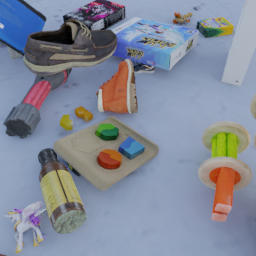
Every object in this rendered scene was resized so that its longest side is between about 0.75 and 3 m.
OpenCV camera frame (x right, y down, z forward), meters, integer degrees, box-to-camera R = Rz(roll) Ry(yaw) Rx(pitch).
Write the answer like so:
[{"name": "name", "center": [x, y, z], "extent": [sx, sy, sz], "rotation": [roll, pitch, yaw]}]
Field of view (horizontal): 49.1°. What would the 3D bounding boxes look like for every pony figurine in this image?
[{"name": "pony figurine", "center": [-1.804, 1.730, 5.123], "extent": [0.795, 0.686, 0.823], "rotation": [-24, 65, -10]}]

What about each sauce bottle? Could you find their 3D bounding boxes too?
[{"name": "sauce bottle", "center": [-1.389, 1.119, 5.541], "extent": [0.646, 0.646, 1.997], "rotation": [-18, 38, -16]}]

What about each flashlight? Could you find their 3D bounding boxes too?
[{"name": "flashlight", "center": [-2.296, -0.943, 7.439], "extent": [0.907, 0.904, 2.670], "rotation": [11, 46, 2]}]

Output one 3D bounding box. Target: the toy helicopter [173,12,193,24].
[{"name": "toy helicopter", "center": [2.278, -4.387, 11.117], "extent": [0.962, 0.380, 0.636], "rotation": [-34, 57, -31]}]

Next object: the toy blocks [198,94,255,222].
[{"name": "toy blocks", "center": [2.151, 0.831, 4.778], "extent": [1.040, 2.387, 2.863], "rotation": [34, 44, -12]}]

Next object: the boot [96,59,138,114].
[{"name": "boot", "center": [-0.327, -1.214, 7.815], "extent": [1.131, 0.791, 2.108], "rotation": [-6, 44, 6]}]

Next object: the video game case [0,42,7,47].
[{"name": "video game case", "center": [-4.266, -3.387, 10.284], "extent": [1.812, 0.172, 1.294], "rotation": [-6, 46, -7]}]

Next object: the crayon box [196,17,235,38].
[{"name": "crayon box", "center": [3.369, -3.822, 10.579], "extent": [1.313, 0.339, 0.826], "rotation": [-11, 47, -11]}]

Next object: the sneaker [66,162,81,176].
[{"name": "sneaker", "center": [-1.228, 0.655, 6.285], "extent": [0.388, 0.326, 0.989], "rotation": [-26, 51, -27]}]

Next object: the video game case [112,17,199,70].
[{"name": "video game case", "center": [0.732, -2.898, 9.276], "extent": [2.530, 0.575, 2.293], "rotation": [21, 44, 24]}]

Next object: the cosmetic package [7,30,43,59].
[{"name": "cosmetic package", "center": [-3.393, -2.839, 9.400], "extent": [1.284, 0.686, 0.579], "rotation": [-17, 49, -18]}]

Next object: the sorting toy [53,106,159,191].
[{"name": "sorting toy", "center": [-0.736, 0.223, 6.486], "extent": [2.474, 0.331, 1.843], "rotation": [33, 43, 28]}]

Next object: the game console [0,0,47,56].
[{"name": "game console", "center": [-4.127, -3.551, 8.468], "extent": [1.648, 2.785, 2.377], "rotation": [-15, 55, 43]}]

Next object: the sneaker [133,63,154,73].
[{"name": "sneaker", "center": [0.433, -1.913, 8.770], "extent": [0.785, 0.312, 0.308], "rotation": [-3, 46, 0]}]

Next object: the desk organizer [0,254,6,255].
[{"name": "desk organizer", "center": [-2.429, 2.296, 4.669], "extent": [1.080, 0.387, 0.416], "rotation": [11, 45, 10]}]

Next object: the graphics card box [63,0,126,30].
[{"name": "graphics card box", "center": [-1.273, -4.336, 10.927], "extent": [1.374, 0.557, 2.190], "rotation": [29, 54, 25]}]

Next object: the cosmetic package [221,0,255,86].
[{"name": "cosmetic package", "center": [3.438, -2.777, 8.052], "extent": [0.650, 2.515, 1.896], "rotation": [16, 48, 13]}]

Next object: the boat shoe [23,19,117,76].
[{"name": "boat shoe", "center": [-1.393, -2.279, 7.553], "extent": [2.872, 1.053, 1.070], "rotation": [-29, 62, -34]}]
